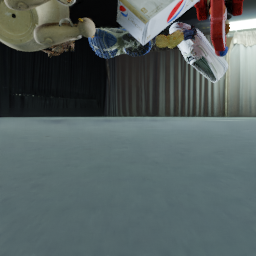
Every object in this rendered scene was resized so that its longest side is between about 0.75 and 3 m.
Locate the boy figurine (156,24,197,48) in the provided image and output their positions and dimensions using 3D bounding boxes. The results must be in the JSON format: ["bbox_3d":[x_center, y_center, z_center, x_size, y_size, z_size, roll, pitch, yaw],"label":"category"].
[{"bbox_3d":[1.572,-2.988,9.363,1.389,0.447,0.863,-17,-15,-4],"label":"boy figurine"}]

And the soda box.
[{"bbox_3d":[1.072,-3.276,6.592,2.860,0.974,0.911,-42,-10,-15],"label":"soda box"}]

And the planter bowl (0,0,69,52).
[{"bbox_3d":[-3.013,-3.239,7.923,2.407,2.407,1.620,0,30,0],"label":"planter bowl"}]

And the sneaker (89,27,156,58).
[{"bbox_3d":[-0.198,-3.156,10.152,2.751,1.060,1.172,16,38,29],"label":"sneaker"}]

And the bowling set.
[{"bbox_3d":[-1.492,-2.802,4.989,1.278,1.657,2.381,-5,-21,15],"label":"bowling set"}]

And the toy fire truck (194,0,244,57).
[{"bbox_3d":[2.822,-3.391,8.706,1.413,2.116,2.520,2,0,20],"label":"toy fire truck"}]

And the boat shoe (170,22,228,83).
[{"bbox_3d":[2.602,-2.820,10.531,2.752,0.919,1.012,36,-24,-5],"label":"boat shoe"}]

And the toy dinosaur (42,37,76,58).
[{"bbox_3d":[-2.485,-2.953,10.332,1.341,0.576,0.909,-20,11,15],"label":"toy dinosaur"}]
